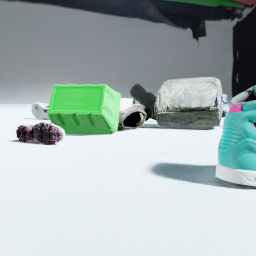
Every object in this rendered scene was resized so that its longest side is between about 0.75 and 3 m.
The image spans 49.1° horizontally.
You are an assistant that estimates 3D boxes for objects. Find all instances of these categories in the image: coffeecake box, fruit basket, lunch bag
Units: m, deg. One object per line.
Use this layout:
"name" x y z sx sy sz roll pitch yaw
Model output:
"coffeecake box" -0.968 -0.827 12.425 2.077 0.988 2.706 2 6 14
"fruit basket" -1.165 -0.501 8.197 2.086 1.504 2.086 5 -21 2
"lunch bag" 2.113 -0.761 9.531 2.339 1.630 1.962 0 24 18

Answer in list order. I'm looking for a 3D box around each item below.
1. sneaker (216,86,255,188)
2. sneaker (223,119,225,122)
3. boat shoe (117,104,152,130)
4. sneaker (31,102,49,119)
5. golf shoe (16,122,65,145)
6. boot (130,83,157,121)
"sneaker" 2.082 -0.055 3.562 2.194 1.324 0.917 -3 7 -23
"sneaker" 3.978 -0.329 9.850 1.284 0.545 0.494 0 5 -4
"boat shoe" 0.196 -0.269 9.022 0.767 0.779 2.092 16 23 36
"sneaker" -3.653 -0.750 13.433 2.083 0.761 1.165 16 11 40
"golf shoe" -1.870 0.083 6.294 1.326 0.481 0.611 4 7 31
"boot" 1.306 -0.942 13.042 1.912 0.914 2.532 31 16 -44
